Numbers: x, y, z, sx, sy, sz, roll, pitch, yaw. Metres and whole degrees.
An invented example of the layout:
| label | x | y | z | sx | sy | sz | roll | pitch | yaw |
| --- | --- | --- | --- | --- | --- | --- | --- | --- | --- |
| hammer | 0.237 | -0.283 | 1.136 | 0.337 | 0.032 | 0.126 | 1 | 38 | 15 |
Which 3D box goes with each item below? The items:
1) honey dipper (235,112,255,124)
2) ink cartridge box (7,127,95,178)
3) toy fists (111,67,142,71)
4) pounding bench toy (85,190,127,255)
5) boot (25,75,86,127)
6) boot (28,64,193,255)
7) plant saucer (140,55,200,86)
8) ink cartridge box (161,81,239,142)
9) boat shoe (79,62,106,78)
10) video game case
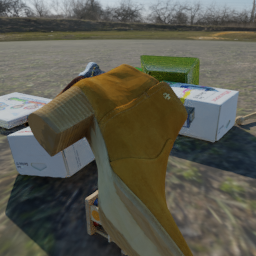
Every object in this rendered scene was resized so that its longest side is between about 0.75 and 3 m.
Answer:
| label | x | y | z | sx | sy | sz | roll | pitch | yaw |
| --- | --- | --- | --- | --- | --- | --- | --- | --- | --- |
| honey dipper | 4.632 | -0.531 | 9.945 | 2.466 | 0.468 | 0.468 | -17 | 27 | -29 |
| ink cartridge box | -1.384 | 0.220 | 6.802 | 1.713 | 0.970 | 2.336 | -3 | 18 | 31 |
| toy fists | 0.048 | -2.942 | 15.568 | 2.307 | 0.793 | 1.176 | -8 | 30 | -24 |
| pounding bench toy | -0.064 | 1.341 | 4.745 | 0.884 | 0.704 | 1.133 | 15 | 26 | 34 |
| boot | -2.302 | -0.892 | 9.110 | 1.846 | 0.671 | 1.961 | -29 | 8 | 33 |
| boot | 0.345 | 0.356 | 3.906 | 3.008 | 1.059 | 2.154 | 48 | 50 | 9 |
| plant saucer | 1.559 | -1.642 | 10.749 | 2.220 | 2.223 | 0.532 | 8 | 47 | 20 |
| ink cartridge box | 1.914 | -0.669 | 9.151 | 2.786 | 1.219 | 2.024 | 17 | 27 | 31 |
| boat shoe | -1.633 | -2.761 | 14.911 | 1.290 | 1.005 | 2.842 | 3 | 29 | 7 |
| video game case | -4.338 | -0.759 | 10.562 | 2.840 | 0.336 | 2.585 | 13 | 25 | 28 |
